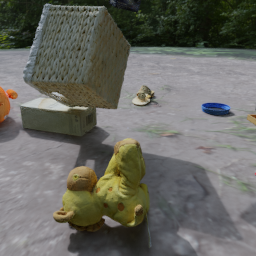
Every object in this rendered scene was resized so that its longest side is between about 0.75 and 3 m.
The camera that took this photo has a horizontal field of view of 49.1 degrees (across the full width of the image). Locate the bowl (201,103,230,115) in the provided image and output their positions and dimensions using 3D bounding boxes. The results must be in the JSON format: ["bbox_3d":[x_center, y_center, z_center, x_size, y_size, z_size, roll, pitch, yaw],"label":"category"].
[{"bbox_3d":[4.053,-0.894,12.964,1.291,0.253,1.291,0,21,0],"label":"bowl"}]

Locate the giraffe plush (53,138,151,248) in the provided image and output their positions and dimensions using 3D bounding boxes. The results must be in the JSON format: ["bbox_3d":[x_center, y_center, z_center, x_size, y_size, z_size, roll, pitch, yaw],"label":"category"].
[{"bbox_3d":[-0.504,1.327,5.616,1.725,1.836,2.127,-8,55,7],"label":"giraffe plush"}]

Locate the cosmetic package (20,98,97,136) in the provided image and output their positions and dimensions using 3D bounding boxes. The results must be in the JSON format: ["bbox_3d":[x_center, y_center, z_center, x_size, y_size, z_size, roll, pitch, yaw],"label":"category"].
[{"bbox_3d":[-2.662,-0.483,10.885,2.614,0.955,1.353,8,23,18],"label":"cosmetic package"}]

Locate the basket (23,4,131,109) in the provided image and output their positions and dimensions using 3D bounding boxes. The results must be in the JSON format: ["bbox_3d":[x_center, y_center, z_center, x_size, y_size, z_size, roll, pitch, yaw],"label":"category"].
[{"bbox_3d":[-1.468,-2.116,9.028,2.124,2.641,2.617,9,-10,22],"label":"basket"}]

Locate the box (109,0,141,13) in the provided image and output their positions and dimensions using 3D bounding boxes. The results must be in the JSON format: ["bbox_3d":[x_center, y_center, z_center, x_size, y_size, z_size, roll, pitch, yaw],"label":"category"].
[{"bbox_3d":[-0.021,-4.046,8.468,0.833,0.827,0.514,-2,37,-31],"label":"box"}]

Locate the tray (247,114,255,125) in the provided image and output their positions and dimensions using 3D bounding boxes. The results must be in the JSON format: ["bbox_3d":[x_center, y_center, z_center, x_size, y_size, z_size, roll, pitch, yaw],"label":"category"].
[{"bbox_3d":[5.428,-0.231,11.207,0.681,0.256,1.380,-1,21,-5],"label":"tray"}]

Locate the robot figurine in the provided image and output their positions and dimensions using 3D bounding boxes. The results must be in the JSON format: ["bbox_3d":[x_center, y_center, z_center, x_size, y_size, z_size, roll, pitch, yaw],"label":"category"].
[{"bbox_3d":[-5.718,-1.005,11.428,1.967,1.595,2.735,13,10,-32],"label":"robot figurine"}]

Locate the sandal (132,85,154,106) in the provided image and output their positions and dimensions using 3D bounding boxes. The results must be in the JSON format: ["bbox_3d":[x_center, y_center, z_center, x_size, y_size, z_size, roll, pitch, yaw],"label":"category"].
[{"bbox_3d":[0.844,-1.894,14.807,0.920,0.825,2.509,7,22,18],"label":"sandal"}]
